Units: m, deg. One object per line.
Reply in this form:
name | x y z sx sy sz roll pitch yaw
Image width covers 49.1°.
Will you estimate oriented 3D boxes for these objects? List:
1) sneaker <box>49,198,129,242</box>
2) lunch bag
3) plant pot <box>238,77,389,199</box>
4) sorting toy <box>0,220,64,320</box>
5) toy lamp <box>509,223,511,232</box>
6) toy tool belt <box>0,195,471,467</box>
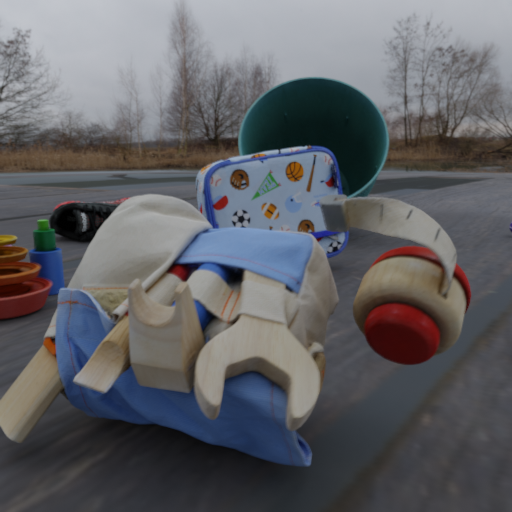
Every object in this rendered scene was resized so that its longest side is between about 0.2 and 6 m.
sneaker | -3.582 -0.834 13.100 2.672 0.945 1.306 -2 11 0
lunch bag | 0.351 -0.725 9.656 2.651 2.124 1.002 -11 7 -19
plant pot | 1.382 -2.171 13.977 3.427 3.427 2.750 1 -21 5
sorting toy | -3.638 0.071 8.078 1.610 1.100 2.679 -7 13 -31
toy lamp | 6.391 -0.554 12.899 0.489 0.489 1.681 -1 11 -5
toy tool belt | -0.237 0.739 3.938 3.101 1.936 1.906 3 41 27
